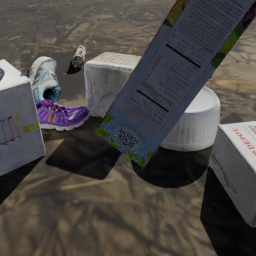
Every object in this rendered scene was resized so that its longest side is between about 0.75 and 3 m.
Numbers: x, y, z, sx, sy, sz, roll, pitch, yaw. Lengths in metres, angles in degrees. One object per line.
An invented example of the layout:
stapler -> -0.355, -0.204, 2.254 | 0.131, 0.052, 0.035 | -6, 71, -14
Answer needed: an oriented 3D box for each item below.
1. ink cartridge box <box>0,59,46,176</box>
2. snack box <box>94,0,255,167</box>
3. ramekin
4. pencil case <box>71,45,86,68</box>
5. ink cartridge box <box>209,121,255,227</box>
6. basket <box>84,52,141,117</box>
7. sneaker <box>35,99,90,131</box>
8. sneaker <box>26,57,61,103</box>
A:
ink cartridge box -> -3.268, -0.369, 6.807 | 1.590, 2.539, 1.632 | -27, 44, -33
snack box -> 0.733, -0.950, 4.152 | 0.788, 2.116, 2.975 | 35, 21, 1
ramekin -> 1.573, -0.473, 8.187 | 2.389, 1.113, 2.389 | 0, 36, 0
pencil case -> -2.198, -3.190, 12.534 | 0.529, 0.608, 1.360 | 24, 31, -19
ink cartridge box -> 3.644, 0.827, 6.272 | 2.904, 1.216, 2.096 | -6, 36, -9
basket -> -0.286, -1.336, 8.898 | 1.787, 1.771, 1.437 | 11, 33, 16
sneaker -> -2.215, -0.453, 8.368 | 2.129, 0.888, 0.858 | -4, 36, -6
sneaker -> -2.911, -1.423, 9.790 | 1.287, 1.157, 2.982 | 14, 43, -1
